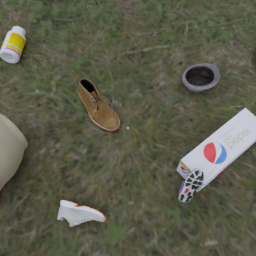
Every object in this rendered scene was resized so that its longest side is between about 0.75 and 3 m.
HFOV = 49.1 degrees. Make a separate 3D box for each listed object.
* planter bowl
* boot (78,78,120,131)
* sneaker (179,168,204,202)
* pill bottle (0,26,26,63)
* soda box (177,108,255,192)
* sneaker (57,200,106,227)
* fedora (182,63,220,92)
[{"bbox_3d":[-3.958,0.515,8.249,2.190,2.190,1.474,34,58,16],"label":"planter bowl"},{"bbox_3d":[-1.060,-0.799,9.583,0.804,0.824,2.185,-34,69,-18],"label":"boot"},{"bbox_3d":[1.718,1.564,7.963,0.471,1.168,0.487,18,29,-13],"label":"sneaker"},{"bbox_3d":[-4.428,-3.263,10.891,0.729,0.729,1.398,6,64,3],"label":"pill bottle"},{"bbox_3d":[2.933,0.664,8.762,2.899,0.923,0.987,-36,68,-16],"label":"soda box"},{"bbox_3d":[-1.348,2.565,8.068,1.442,0.546,0.663,12,71,14],"label":"sneaker"},{"bbox_3d":[2.628,-1.736,10.178,1.307,0.590,1.156,-14,61,2],"label":"fedora"}]
